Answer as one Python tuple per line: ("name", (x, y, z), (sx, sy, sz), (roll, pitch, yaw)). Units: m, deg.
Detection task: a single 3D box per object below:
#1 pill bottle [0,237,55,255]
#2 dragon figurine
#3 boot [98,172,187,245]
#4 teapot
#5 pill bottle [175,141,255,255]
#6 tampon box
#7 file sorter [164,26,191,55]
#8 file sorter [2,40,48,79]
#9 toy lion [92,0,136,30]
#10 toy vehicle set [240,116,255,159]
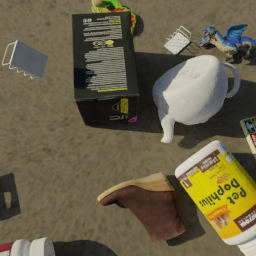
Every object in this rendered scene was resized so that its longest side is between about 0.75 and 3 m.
("pill bottle", (-3.170, 3.672, 7.274), (2.346, 1.285, 1.285), (-13, 72, -4))
("dragon figurine", (3.807, -3.113, 9.801), (2.573, 0.757, 1.279), (-13, 72, -3))
("boot", (0.404, 2.391, 7.950), (2.214, 0.801, 1.842), (-16, 71, -9))
("teapot", (2.063, -0.963, 8.565), (2.429, 1.774, 2.397), (-18, 28, 33))
("pill bottle", (2.773, 1.944, 7.655), (1.637, 1.637, 2.997), (-34, 75, -10))
("tampon box", (-0.650, -1.741, 8.630), (1.769, 2.100, 2.802), (-5, 72, -2))
("file sorter", (1.785, -3.127, 9.947), (0.553, 0.497, 0.798), (43, 76, 12))
("file sorter", (-2.546, -1.648, 6.903), (0.538, 0.864, 0.599), (2, 76, 40))
("toy lion", (-0.491, -4.105, 10.320), (1.487, 0.533, 1.551), (-10, 72, -11))
("toy vehicle set", (4.334, 0.340, 8.951), (0.950, 0.203, 1.530), (-15, 72, -5))
